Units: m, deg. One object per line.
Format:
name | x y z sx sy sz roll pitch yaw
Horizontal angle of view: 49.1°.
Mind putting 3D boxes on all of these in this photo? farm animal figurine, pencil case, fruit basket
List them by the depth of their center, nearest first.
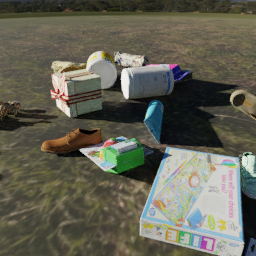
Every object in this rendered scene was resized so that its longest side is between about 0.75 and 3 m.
fruit basket | -0.355 0.594 7.751 1.496 0.757 1.615 -16 28 -28
farm animal figurine | -4.612 -0.732 10.429 1.221 0.644 1.235 -11 29 -21
pencil case | 0.210 -3.941 16.411 2.189 0.852 0.979 20 5 33

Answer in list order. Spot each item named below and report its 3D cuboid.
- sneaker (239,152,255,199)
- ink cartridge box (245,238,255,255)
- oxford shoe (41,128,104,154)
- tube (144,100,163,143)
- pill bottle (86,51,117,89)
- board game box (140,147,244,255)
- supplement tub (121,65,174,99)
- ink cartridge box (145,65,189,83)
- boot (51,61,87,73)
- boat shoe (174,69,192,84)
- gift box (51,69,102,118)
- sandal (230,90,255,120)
sneaker | 2.957 1.087 6.720 0.468 0.750 1.271 -3 25 8
ink cartridge box | 2.614 2.346 4.936 0.999 0.185 0.473 18 33 27
oxford shoe | -1.674 0.327 8.381 1.846 0.658 0.659 -10 30 -14
tube | 0.904 -0.327 9.604 0.567 0.872 2.251 -34 15 21
pill bottle | -1.340 -2.999 14.000 1.446 1.446 2.564 -3 27 -5
board game box | 1.538 1.449 6.346 1.887 0.480 2.807 8 28 16
supplement tub | 0.841 -2.011 12.184 2.027 1.337 1.337 -7 28 -13
ink cartridge box | 1.619 -2.711 13.858 2.552 0.473 1.208 15 42 42
boot | -3.385 -3.024 14.700 1.773 0.830 2.281 13 29 23
boat shoe | 2.381 -2.447 13.885 1.634 0.492 0.582 -15 29 7
gift box | -2.072 -1.508 10.859 1.603 1.717 1.584 -19 27 -29
sandal | 4.613 -0.597 9.546 2.304 0.925 0.622 25 31 11
